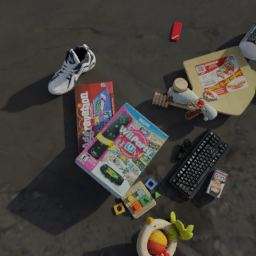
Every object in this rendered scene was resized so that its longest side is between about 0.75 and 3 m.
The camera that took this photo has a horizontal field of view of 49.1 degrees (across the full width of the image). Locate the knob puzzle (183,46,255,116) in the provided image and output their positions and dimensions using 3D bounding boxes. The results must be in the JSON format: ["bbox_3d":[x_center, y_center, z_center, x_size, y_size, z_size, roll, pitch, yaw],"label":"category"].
[{"bbox_3d":[3.671,-1.658,10.827,2.928,0.406,2.928,0,75,0],"label":"knob puzzle"}]

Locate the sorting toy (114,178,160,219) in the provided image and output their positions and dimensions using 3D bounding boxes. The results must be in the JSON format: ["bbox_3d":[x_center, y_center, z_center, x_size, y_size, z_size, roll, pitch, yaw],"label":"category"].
[{"bbox_3d":[0.338,2.508,9.801,1.777,0.242,1.000,-34,78,-8],"label":"sorting toy"}]

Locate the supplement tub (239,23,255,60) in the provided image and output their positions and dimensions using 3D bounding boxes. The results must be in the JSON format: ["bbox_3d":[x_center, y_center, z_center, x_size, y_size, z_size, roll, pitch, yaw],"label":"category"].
[{"bbox_3d":[5.234,-3.591,11.029,1.021,1.021,1.666,38,78,9],"label":"supplement tub"}]

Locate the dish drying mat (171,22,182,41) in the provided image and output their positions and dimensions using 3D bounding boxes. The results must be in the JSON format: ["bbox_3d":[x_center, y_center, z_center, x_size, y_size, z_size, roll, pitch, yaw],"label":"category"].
[{"bbox_3d":[2.007,-4.019,11.629,0.326,0.077,0.848,13,76,5],"label":"dish drying mat"}]

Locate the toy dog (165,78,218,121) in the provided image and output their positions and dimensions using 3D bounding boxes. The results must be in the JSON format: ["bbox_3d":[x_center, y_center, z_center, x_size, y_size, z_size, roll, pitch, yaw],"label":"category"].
[{"bbox_3d":[2.176,-0.900,10.230,2.040,1.345,0.983,31,68,29],"label":"toy dog"}]

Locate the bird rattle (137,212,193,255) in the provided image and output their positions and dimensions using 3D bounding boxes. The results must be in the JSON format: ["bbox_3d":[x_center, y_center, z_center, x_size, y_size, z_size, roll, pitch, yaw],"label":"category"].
[{"bbox_3d":[1.027,3.741,8.930,1.780,1.230,2.183,27,84,-22],"label":"bird rattle"}]

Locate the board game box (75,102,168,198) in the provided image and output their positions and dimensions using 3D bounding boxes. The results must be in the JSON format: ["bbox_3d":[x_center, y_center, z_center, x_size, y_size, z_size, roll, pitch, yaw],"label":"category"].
[{"bbox_3d":[-0.207,0.748,9.696,1.966,0.857,2.665,39,70,3],"label":"board game box"}]

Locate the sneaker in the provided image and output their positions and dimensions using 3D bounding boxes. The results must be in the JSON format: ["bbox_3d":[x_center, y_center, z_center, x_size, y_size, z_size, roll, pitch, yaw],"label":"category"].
[{"bbox_3d":[-2.193,-2.272,10.450,2.231,1.452,0.890,-37,77,-9],"label":"sneaker"}]

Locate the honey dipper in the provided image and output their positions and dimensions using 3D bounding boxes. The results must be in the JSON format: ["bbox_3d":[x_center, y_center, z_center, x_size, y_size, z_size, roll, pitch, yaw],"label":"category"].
[{"bbox_3d":[2.167,-0.831,10.600,2.463,0.468,0.468,14,76,2],"label":"honey dipper"}]

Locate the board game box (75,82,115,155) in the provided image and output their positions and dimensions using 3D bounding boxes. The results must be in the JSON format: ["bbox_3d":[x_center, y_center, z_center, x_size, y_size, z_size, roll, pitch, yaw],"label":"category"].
[{"bbox_3d":[-1.188,-0.321,10.545,1.475,0.279,2.865,-7,75,-1],"label":"board game box"}]

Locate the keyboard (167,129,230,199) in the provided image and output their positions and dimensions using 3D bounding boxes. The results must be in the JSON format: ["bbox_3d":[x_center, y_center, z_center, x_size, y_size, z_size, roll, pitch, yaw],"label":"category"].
[{"bbox_3d":[2.442,1.141,10.128,1.498,0.320,2.495,39,77,9],"label":"keyboard"}]

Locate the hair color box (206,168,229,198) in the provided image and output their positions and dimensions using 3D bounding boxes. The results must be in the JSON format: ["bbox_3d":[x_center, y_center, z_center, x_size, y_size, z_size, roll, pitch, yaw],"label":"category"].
[{"bbox_3d":[3.153,1.955,9.904,0.461,0.283,0.932,23,77,14],"label":"hair color box"}]
